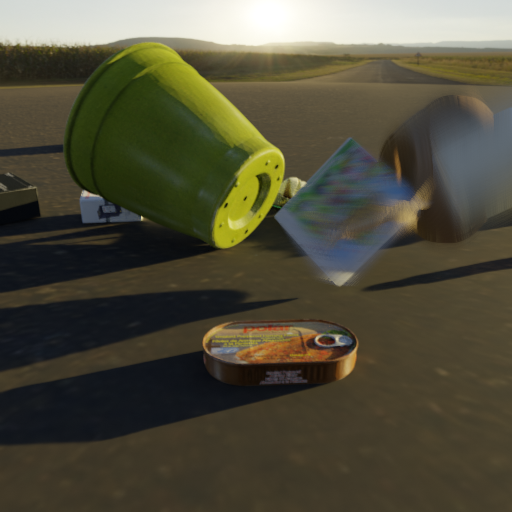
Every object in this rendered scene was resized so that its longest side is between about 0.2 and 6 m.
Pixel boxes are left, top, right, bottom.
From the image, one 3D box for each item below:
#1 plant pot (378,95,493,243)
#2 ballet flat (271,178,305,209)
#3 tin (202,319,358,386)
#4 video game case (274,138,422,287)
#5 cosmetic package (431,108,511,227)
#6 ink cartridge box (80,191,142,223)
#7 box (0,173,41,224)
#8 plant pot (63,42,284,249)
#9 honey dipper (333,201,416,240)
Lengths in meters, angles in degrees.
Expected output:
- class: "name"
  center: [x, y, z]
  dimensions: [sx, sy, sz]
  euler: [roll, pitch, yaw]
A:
- class: "plant pot"
  center: [2.381, -1.214, 7.879]
  dimensions: [0.957, 2.073, 2.073]
  euler: [0, 20, -19]
- class: "ballet flat"
  center: [0.780, -1.128, 10.745]
  dimensions: [0.725, 0.725, 2.017]
  euler: [-8, 22, -20]
- class: "tin"
  center: [0.245, 0.982, 5.802]
  dimensions: [1.592, 0.333, 0.891]
  euler: [-1, 25, -2]
- class: "video game case"
  center: [1.192, -0.604, 7.560]
  dimensions: [1.396, 1.533, 0.169]
  euler: [50, 13, 25]
- class: "cosmetic package"
  center: [1.791, -0.633, 4.382]
  dimensions: [0.638, 0.431, 1.213]
  euler: [-26, -17, 17]
- class: "ink cartridge box"
  center: [-2.726, -0.959, 10.599]
  dimensions: [1.091, 0.460, 0.790]
  euler: [-3, 21, -11]
- class: "box"
  center: [-4.985, -1.099, 10.738]
  dimensions: [1.143, 0.638, 1.619]
  euler: [-19, 27, -33]
- class: "plant pot"
  center: [-1.097, -1.546, 9.119]
  dimensions: [2.701, 2.806, 2.806]
  euler: [35, 34, 20]
- class: "honey dipper"
  center: [1.159, -0.338, 5.651]
  dimensions: [0.924, 0.175, 0.175]
  euler: [-18, 6, 40]
